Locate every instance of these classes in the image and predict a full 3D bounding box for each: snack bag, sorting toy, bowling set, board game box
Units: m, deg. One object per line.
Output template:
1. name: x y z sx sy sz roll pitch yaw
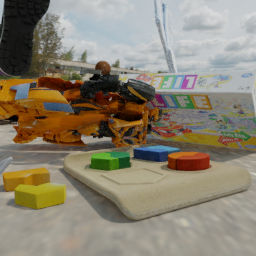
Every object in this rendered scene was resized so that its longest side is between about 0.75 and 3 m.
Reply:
1. snack bag: 0.924 -2.491 6.928 0.207 1.827 1.937 -9 -33 16
2. sorting toy: -0.075 0.472 3.198 2.388 0.320 1.779 -5 10 -29
3. bowling set: -0.485 -0.926 7.884 2.358 1.641 1.266 13 -6 35
4. board game box: 1.015 -0.288 4.882 2.365 0.405 1.590 6 -30 34

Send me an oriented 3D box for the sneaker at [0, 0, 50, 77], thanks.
1. sneaker: -2.790 -2.588 6.891 1.005 2.653 1.162 19 -4 -40

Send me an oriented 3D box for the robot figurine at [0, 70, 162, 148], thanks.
1. robot figurine: -0.737 -0.173 4.600 2.582 0.752 1.872 3 -26 4

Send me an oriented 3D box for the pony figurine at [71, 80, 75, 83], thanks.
1. pony figurine: -1.646 -0.442 7.026 1.501 1.295 1.555 5 -12 23

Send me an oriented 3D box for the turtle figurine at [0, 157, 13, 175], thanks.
1. turtle figurine: -1.020 0.455 0.846 1.362 1.404 1.011 -11 -9 -18

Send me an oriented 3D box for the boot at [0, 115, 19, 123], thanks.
1. boot: -3.494 -0.428 8.549 1.300 0.625 1.779 16 12 33
